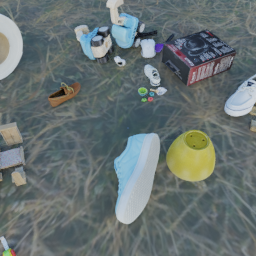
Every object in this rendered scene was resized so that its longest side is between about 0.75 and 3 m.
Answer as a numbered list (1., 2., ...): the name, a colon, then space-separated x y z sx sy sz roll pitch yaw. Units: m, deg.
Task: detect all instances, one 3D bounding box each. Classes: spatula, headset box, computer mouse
1. spatula: 1.714 -3.993 13.074 0.464 0.169 1.642 16 48 36
2. headset box: 2.789 -2.942 11.660 2.573 0.993 1.914 -24 54 -17
3. computer mouse: 0.925 -3.911 12.831 1.027 0.411 1.873 -4 50 1

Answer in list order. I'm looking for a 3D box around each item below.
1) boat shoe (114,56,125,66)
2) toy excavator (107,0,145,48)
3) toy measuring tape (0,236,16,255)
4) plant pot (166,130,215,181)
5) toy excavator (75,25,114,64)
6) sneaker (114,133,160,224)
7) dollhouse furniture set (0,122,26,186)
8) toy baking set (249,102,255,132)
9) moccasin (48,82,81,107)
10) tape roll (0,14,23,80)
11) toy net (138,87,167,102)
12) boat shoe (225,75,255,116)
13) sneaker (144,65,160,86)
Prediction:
1. boat shoe: -0.325 -2.715 11.710 0.320 0.870 0.284 -24 78 22
2. toy excavator: -0.234 -4.424 11.942 1.076 2.095 2.155 30 33 21
3. toy measuring tape: -3.067 3.078 7.059 0.329 0.329 0.894 -28 56 -22
4. plant pot: 1.985 0.684 8.557 1.534 1.089 1.534 0 49 0
5. toy excavator: -1.724 -3.963 12.583 2.205 1.102 2.144 8 51 20
6. sneaker: 0.067 1.386 8.196 1.167 1.053 2.848 -1 46 31
7. dollhouse furniture set: -3.740 0.848 8.598 0.959 0.819 1.850 -15 52 -12
8. toy baking set: 5.627 -0.347 9.916 2.802 0.326 2.151 -1 50 -1
9. moccasin: -2.409 -1.370 10.631 1.419 0.548 0.519 -31 57 -24
10. tape roll: -5.406 -3.149 10.770 0.930 2.660 2.660 26 55 22
11. toy net: 0.997 -1.368 10.844 1.164 0.225 0.611 -14 51 -12
12. boat shoe: 4.478 -1.394 10.389 0.945 0.839 2.568 29 55 35
13. sneaker: 1.013 -2.268 11.429 0.471 0.496 1.232 -16 50 -11
